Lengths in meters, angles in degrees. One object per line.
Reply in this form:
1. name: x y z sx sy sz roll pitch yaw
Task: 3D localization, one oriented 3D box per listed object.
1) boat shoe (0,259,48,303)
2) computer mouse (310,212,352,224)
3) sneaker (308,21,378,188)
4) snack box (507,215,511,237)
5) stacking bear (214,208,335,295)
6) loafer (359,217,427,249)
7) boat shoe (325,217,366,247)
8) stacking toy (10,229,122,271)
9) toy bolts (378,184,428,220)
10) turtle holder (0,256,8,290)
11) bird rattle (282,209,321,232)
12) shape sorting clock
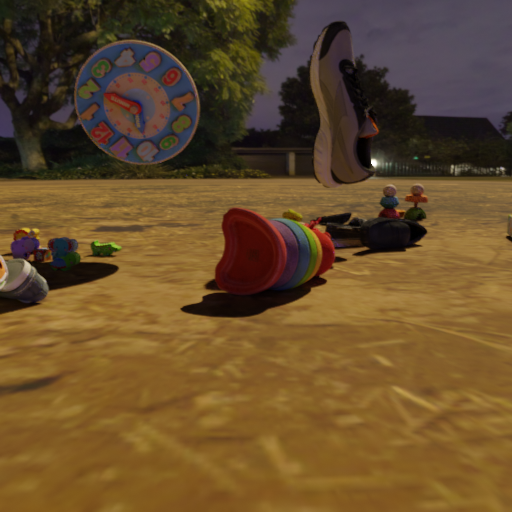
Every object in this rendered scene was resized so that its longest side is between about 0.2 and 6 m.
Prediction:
1. boat shoe: -3.661 0.396 8.192 1.860 0.677 0.575 0 -36 44
2. computer mouse: 2.310 -1.061 16.762 1.211 0.319 0.839 -7 6 34
3. sneaker: 2.013 -3.266 12.181 1.392 3.511 1.298 4 14 40
4. snack box: 7.303 -0.633 13.442 2.110 0.559 1.501 2 10 13
5. stacking bear: 0.501 -0.037 8.791 1.177 1.257 2.070 14 10 36
6. loafer: 3.043 -0.529 12.398 2.086 0.708 0.732 -5 2 -45
7. boat shoe: 2.376 -0.588 12.980 1.866 0.632 0.669 -5 11 -26
8. stacking toy: -4.102 -0.168 10.888 2.371 0.557 1.788 3 10 11
9. toy bolts: 4.619 -1.801 18.390 1.637 1.136 1.564 -6 12 -32
10. turtle holder: -3.727 0.383 6.993 1.012 1.332 0.946 39 27 19
11. bird rattle: 1.048 -0.665 14.230 1.002 0.692 1.229 -20 32 -31
12. shape sorting clock: -2.410 -3.022 11.325 2.517 2.517 0.494 1 34 4
